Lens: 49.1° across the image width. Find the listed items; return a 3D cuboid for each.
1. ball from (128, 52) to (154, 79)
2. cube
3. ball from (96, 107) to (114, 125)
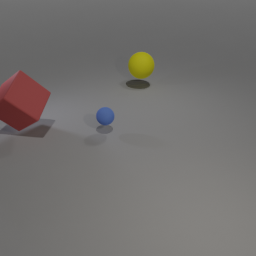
[{"bbox_3d":[0.706,-3.325,14.907,1.400,1.400,1.400,0,29,0],"label":"ball"},{"bbox_3d":[-3.988,-0.965,10.309,1.400,1.400,1.400,-21,44,38],"label":"cube"},{"bbox_3d":[-0.865,-0.448,10.669,0.700,0.700,0.700,0,29,0],"label":"ball"}]
